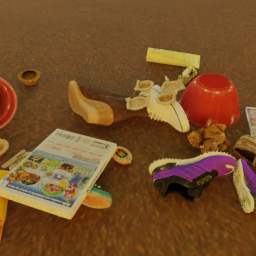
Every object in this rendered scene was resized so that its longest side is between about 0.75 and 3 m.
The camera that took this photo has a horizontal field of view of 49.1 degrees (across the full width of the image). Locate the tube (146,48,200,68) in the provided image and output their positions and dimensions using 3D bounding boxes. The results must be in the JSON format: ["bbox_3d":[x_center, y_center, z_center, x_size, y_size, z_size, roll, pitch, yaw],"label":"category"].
[{"bbox_3d":[2.308,-3.555,14.319,2.693,0.781,0.699,9,3,7],"label":"tube"}]

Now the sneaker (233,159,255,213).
[{"bbox_3d":[3.550,1.632,7.893,0.858,0.600,1.724,4,44,1],"label":"sneaker"}]

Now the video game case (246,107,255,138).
[{"bbox_3d":[5.315,0.122,10.006,1.814,0.228,2.533,7,39,9],"label":"video game case"}]

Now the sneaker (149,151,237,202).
[{"bbox_3d":[1.942,1.475,7.913,2.531,0.880,1.259,-8,44,-3],"label":"sneaker"}]

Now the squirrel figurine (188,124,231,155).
[{"bbox_3d":[2.600,0.500,9.225,1.241,0.878,1.158,12,49,37],"label":"squirrel figurine"}]

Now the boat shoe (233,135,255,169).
[{"bbox_3d":[4.142,1.014,8.562,0.741,0.781,2.063,-31,43,-21],"label":"boat shoe"}]

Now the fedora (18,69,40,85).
[{"bbox_3d":[-4.485,-2.271,12.821,1.055,0.430,1.055,2,44,-1],"label":"fedora"}]

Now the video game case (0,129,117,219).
[{"bbox_3d":[-1.825,1.062,7.815,2.141,0.269,2.990,14,32,14],"label":"video game case"}]

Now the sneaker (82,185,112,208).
[{"bbox_3d":[-1.259,1.629,7.769,1.892,0.675,0.756,11,45,16],"label":"sneaker"}]

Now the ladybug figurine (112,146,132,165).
[{"bbox_3d":[-0.200,0.911,8.963,0.563,0.298,0.830,-25,45,-28],"label":"ladybug figurine"}]

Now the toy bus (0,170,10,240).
[{"bbox_3d":[-3.372,1.974,7.081,0.577,0.694,1.772,14,40,-25],"label":"toy bus"}]

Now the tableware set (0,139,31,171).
[{"bbox_3d":[-4.112,1.195,8.606,2.656,0.308,2.219,18,43,20],"label":"tableware set"}]

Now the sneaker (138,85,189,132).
[{"bbox_3d":[1.267,-0.620,10.490,1.003,1.034,2.832,-26,37,-8],"label":"sneaker"}]

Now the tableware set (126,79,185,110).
[{"bbox_3d":[0.999,-1.298,10.414,2.212,0.257,1.848,-2,38,19],"label":"tableware set"}]

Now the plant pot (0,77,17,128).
[{"bbox_3d":[-5.418,-1.041,10.224,2.083,2.083,1.864,-30,32,-32],"label":"plant pot"}]

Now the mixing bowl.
[{"bbox_3d":[3.231,-1.254,10.861,2.452,1.328,2.452,1,39,-1],"label":"mixing bowl"}]

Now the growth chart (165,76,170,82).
[{"bbox_3d":[1.827,-1.898,12.151,0.074,0.840,0.608,-26,52,24],"label":"growth chart"}]

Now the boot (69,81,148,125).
[{"bbox_3d":[-0.890,-1.058,11.138,2.454,1.068,2.951,-8,37,-29],"label":"boot"}]

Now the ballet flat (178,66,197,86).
[{"bbox_3d":[2.803,-2.545,13.043,0.615,0.615,1.740,21,43,24],"label":"ballet flat"}]
